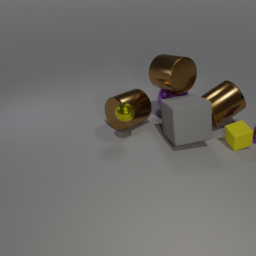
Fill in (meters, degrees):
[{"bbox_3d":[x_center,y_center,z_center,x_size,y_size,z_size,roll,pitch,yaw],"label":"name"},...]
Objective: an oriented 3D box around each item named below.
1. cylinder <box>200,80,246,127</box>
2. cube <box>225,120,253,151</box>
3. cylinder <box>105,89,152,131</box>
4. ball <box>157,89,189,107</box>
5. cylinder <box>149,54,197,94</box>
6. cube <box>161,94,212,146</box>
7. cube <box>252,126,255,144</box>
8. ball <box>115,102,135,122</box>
[{"bbox_3d":[3.733,-0.970,11.310,1.400,1.400,1.400,-34,34,0],"label":"cylinder"},{"bbox_3d":[3.968,0.271,10.056,0.700,0.700,0.700,-18,38,-3],"label":"cube"},{"bbox_3d":[0.006,-0.759,11.405,1.400,1.400,1.400,26,38,38],"label":"cylinder"},{"bbox_3d":[2.013,-1.331,12.440,1.400,1.400,1.400,0,29,0],"label":"ball"},{"bbox_3d":[1.775,-2.190,11.213,1.400,1.400,1.400,-17,26,-27],"label":"cylinder"},{"bbox_3d":[2.101,-0.334,10.211,1.400,1.400,1.400,-10,20,-8],"label":"cube"},{"bbox_3d":[5.096,0.201,10.407,0.700,0.700,0.700,20,34,31],"label":"cube"},{"bbox_3d":[-0.112,-0.567,10.039,0.700,0.700,0.700,0,29,0],"label":"ball"}]
